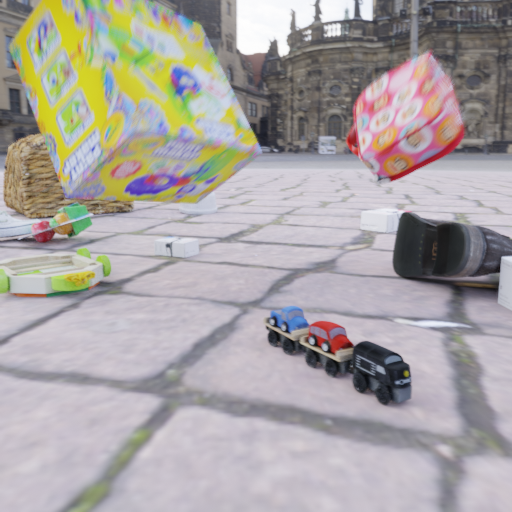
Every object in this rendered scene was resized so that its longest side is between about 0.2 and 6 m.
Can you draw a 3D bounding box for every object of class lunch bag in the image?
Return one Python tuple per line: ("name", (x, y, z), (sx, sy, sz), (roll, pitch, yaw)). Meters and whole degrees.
("lunch bag", (1.959, -1.866, 7.793), (1.557, 0.724, 1.767), (-28, 37, 32))

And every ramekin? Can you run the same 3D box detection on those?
("ramekin", (-1.847, -1.737, 17.828), (1.217, 0.639, 1.217), (1, 16, 0))

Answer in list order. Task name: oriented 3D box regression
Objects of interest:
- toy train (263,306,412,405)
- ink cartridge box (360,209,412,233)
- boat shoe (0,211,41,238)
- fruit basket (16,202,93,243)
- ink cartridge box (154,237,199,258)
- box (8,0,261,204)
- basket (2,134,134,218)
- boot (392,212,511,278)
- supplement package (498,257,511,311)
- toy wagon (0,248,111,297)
("toy train", (0.685, 0.864, 5.407), (0.348, 0.467, 2.039), (-7, 13, -32))
("ink cartridge box", (3.324, -0.915, 14.334), (1.133, 0.478, 0.820), (-11, 15, -43))
("boat shoe", (-5.742, -0.723, 12.456), (1.989, 0.664, 0.732), (-11, 3, -38))
("fruit basket", (-4.503, -0.685, 12.431), (1.539, 0.721, 1.426), (-17, 7, -27))
("ink cartridge box", (-1.565, -0.174, 11.048), (0.727, 0.306, 0.526), (5, 12, 26))
("box", (-1.736, -2.333, 8.463), (1.657, 2.616, 2.716), (-33, -17, 31))
("basket", (-5.975, -2.666, 17.759), (3.609, 2.576, 2.689), (-7, 15, -35))
("boot", (3.790, 0.029, 8.849), (2.649, 1.054, 3.043), (7, 7, -11))
("supplement package", (3.796, 0.436, 7.042), (0.938, 0.668, 1.205), (-1, 11, -5))
("toy wagon", (-3.094, 0.279, 8.468), (1.708, 0.436, 2.202), (-10, 16, -39))
